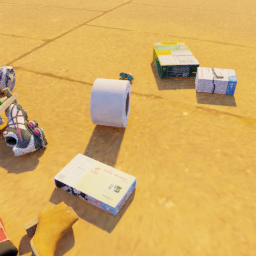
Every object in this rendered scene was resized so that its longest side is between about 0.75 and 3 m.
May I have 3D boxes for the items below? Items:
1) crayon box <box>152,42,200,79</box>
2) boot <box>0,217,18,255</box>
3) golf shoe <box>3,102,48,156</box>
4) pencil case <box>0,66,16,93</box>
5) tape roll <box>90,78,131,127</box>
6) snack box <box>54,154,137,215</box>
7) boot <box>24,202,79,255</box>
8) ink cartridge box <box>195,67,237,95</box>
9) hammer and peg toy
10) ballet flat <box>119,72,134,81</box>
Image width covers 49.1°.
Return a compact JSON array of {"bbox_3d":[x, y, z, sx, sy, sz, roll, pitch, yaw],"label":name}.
[{"bbox_3d":[2.112,-3.201,12.988,1.675,0.687,2.665,-2,38,-3],"label":"crayon box"},{"bbox_3d":[-3.412,2.613,5.357,2.277,0.824,1.642,-24,45,-33],"label":"boot"},{"bbox_3d":[-3.486,-0.039,8.739,1.037,0.908,2.353,-32,47,-26],"label":"golf shoe"},{"bbox_3d":[-5.755,-2.022,11.048,2.670,1.194,1.039,6,37,7],"label":"pencil case"},{"bbox_3d":[-0.535,-0.825,9.203,1.057,1.540,1.540,5,38,8],"label":"tape roll"},{"bbox_3d":[-0.846,1.398,7.270,1.873,0.347,1.088,19,42,23],"label":"snack box"},{"bbox_3d":[-1.516,2.245,5.983,1.084,0.533,1.515,-27,38,-22],"label":"boot"},{"bbox_3d":[3.543,-1.924,11.369,1.497,0.630,1.082,6,38,7],"label":"ink cartridge box"},{"bbox_3d":[-4.542,-0.385,8.856,1.565,0.750,2.128,-16,30,20],"label":"hammer and peg toy"},{"bbox_3d":[-0.018,-2.271,12.098,0.781,0.266,0.267,25,51,27],"label":"ballet flat"}]
